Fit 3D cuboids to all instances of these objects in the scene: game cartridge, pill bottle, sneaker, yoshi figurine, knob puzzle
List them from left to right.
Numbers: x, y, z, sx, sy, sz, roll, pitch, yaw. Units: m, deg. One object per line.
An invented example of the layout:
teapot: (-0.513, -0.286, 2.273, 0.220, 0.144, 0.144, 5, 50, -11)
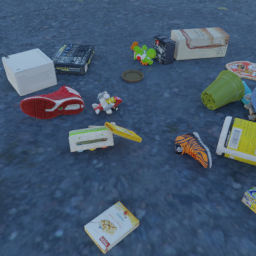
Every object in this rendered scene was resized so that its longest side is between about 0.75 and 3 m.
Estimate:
sneaker: (-3.270, -1.159, 12.134, 2.564, 1.004, 1.481, 1, 30, -18)
game cartridge: (-0.162, 0.147, 9.973, 1.172, 0.190, 1.033, 18, 9, -25)
yoshi figurine: (0.973, -4.205, 15.594, 1.009, 1.005, 1.795, -15, 45, -27)
sneaker: (2.207, 0.853, 9.868, 1.011, 0.700, 1.804, -10, 31, -5)
knob puzzle: (6.198, -3.206, 14.891, 2.125, 0.295, 2.125, 0, 40, 0)
pill bottle: (4.449, 0.577, 9.530, 2.548, 1.418, 1.418, 17, 43, 19)

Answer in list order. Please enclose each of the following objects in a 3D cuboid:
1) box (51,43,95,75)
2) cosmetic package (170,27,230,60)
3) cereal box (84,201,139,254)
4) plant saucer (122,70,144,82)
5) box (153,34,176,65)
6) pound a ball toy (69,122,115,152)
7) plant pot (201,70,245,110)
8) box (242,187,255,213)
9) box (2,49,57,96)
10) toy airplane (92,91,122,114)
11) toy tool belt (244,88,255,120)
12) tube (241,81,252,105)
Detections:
box: (-3.013, -3.812, 15.344, 1.947, 0.630, 2.469, 5, 41, 5)
cosmetic package: (4.031, -4.871, 16.092, 2.958, 1.290, 1.529, -8, 41, -9)
cereal box: (-0.446, 2.739, 7.842, 1.274, 0.252, 0.916, -30, 48, -31)
plant saucer: (0.246, -2.654, 14.334, 1.146, 0.169, 1.146, 0, 39, 0)
box: (1.969, -4.319, 15.451, 0.660, 1.267, 1.154, -23, 45, -25)
pound a ball toy: (-1.250, 0.374, 10.440, 1.802, 0.766, 1.175, -8, 15, -10)
plant pot: (3.998, -1.519, 12.208, 1.422, 1.497, 1.497, -33, 49, -16)
box: (4.022, 2.359, 8.129, 0.429, 0.468, 1.335, -24, 45, -25)
box: (-4.772, -2.761, 13.603, 1.916, 1.252, 1.906, -25, 46, -26)
toy airplane: (-0.975, -1.090, 11.963, 1.167, 0.823, 1.162, 17, 44, 19)
toy tool belt: (5.491, -0.964, 11.203, 1.578, 1.603, 2.568, -1, 47, -7)
tube: (5.326, -1.622, 12.876, 0.820, 0.534, 2.118, -4, 38, -3)
